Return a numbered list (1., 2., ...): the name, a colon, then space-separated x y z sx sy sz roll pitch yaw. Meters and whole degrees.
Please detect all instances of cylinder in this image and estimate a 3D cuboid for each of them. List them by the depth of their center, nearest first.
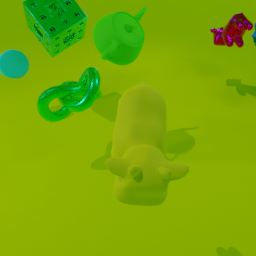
1. cylinder: -3.005 -1.656 7.308 0.711 0.711 0.711 -20 19 -24

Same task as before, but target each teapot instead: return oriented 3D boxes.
1. teapot: -0.092 -1.782 5.334 1.013 0.798 1.629 42 53 -15

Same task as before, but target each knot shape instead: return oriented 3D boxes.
1. knot shape: -1.050 -0.698 5.704 1.451 0.671 1.358 -25 12 17

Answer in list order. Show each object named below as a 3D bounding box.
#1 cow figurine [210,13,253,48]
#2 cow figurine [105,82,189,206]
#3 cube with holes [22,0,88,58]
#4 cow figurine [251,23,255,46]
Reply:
1. cow figurine: 3.041 -2.923 8.358 0.693 1.262 1.242 -2 52 -16
2. cow figurine: 0.111 0.080 2.158 0.542 0.971 0.987 5 79 -4
3. cube with holes: -1.774 -2.618 6.906 1.043 1.043 1.043 -38 90 -17
4. cow figurine: 3.815 -2.366 6.502 1.584 0.884 1.610 -30 12 -19
